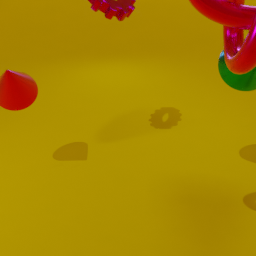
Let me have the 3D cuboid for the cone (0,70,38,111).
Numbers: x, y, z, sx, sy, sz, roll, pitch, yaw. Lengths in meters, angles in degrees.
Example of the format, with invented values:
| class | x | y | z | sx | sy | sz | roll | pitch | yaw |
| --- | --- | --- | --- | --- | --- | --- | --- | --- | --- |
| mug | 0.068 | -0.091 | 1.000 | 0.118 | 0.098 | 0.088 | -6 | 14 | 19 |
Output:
| class | x | y | z | sx | sy | sz | roll | pitch | yaw |
| --- | --- | --- | --- | --- | --- | --- | --- | --- | --- |
| cone | -2.376 | -0.957 | 5.722 | 0.942 | 0.946 | 0.942 | 3 | 72 | -11 |

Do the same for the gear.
| class | x | y | z | sx | sy | sz | roll | pitch | yaw |
| --- | --- | --- | --- | --- | --- | --- | --- | --- | --- |
| gear | -0.484 | -3.103 | 6.389 | 1.428 | 0.264 | 1.428 | 19 | 54 | -28 |

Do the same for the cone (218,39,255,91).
| class | x | y | z | sx | sy | sz | roll | pitch | yaw |
| --- | --- | --- | --- | --- | --- | --- | --- | --- | --- |
| cone | 2.276 | -1.290 | 5.050 | 1.066 | 1.066 | 1.070 | 4 | -3 | 7 |

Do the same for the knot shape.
| class | x | y | z | sx | sy | sz | roll | pitch | yaw |
| --- | --- | --- | --- | --- | --- | --- | --- | --- | --- |
| knot shape | 1.196 | -1.200 | 2.756 | 0.680 | 1.378 | 1.472 | -30 | 52 | -24 |
